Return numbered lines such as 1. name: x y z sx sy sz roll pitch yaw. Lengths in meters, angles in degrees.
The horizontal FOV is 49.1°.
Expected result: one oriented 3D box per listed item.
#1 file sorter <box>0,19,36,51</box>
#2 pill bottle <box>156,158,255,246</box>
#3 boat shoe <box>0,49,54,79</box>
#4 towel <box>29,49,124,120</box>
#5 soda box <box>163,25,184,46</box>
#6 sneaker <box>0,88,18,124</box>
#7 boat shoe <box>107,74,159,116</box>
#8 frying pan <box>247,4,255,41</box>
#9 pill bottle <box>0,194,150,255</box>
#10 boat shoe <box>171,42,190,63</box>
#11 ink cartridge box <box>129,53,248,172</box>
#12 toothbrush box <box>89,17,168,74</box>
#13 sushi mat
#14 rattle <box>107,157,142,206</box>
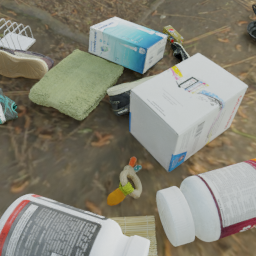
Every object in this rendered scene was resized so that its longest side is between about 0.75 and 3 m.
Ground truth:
1. file sorter: -4.408 -3.563 10.767 1.243 0.774 0.862 19 56 13
2. pill bottle: 2.113 1.692 6.416 2.688 1.473 1.473 -14 55 -10
3. boat shoe: -3.750 -2.290 9.803 2.537 0.912 0.822 11 33 21
4. towel: -1.608 -1.540 9.350 2.186 0.538 2.947 22 51 14
5. soda box: 1.779 -3.630 11.077 0.325 0.344 1.014 -22 57 -16
6. sneaker: -3.864 -0.731 8.901 0.626 0.533 1.373 -12 60 -23
7. boat shoe: 0.684 -1.189 9.053 2.783 0.941 0.999 -22 14 -22
8. frying pan: 5.306 -4.166 11.448 1.513 0.407 2.501 -18 54 -14
9. pill bottle: -1.077 2.467 5.580 2.799 1.621 1.621 14 55 13
10. boat shoe: 1.879 -2.799 10.422 0.380 0.403 1.123 -17 57 -18
11. ink cartridge box: 1.566 -0.481 7.791 2.525 1.859 1.826 -31 59 -22
12. toothbrush box: -0.005 -3.019 9.999 2.285 0.974 1.673 26 42 16
13. sushi mat: -0.625 2.695 6.511 2.606 0.158 1.247 -2 55 -2
14. rattle: -0.079 1.416 7.445 0.776 0.851 1.192 23 33 -22
